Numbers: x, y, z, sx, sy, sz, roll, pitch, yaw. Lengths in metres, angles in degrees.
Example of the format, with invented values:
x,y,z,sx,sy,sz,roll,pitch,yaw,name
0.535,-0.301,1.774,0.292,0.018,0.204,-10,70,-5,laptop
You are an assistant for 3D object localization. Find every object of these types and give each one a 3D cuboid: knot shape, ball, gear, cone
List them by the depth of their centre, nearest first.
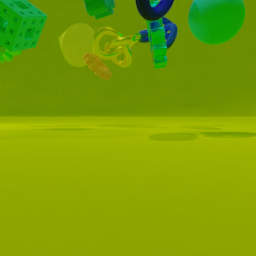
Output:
x,y,z,sx,sy,sz,roll,pitch,yaw,name
-0.758,-3.113,5.239,0.366,1.978,1.978,-13,0,13,gear
1.752,-2.224,5.580,1.081,1.081,1.081,0,2,0,ball
0.353,-3.173,5.603,0.878,1.901,1.779,-18,14,18,knot shape
0.837,-2.857,8.534,0.371,2.006,2.006,-10,2,4,gear
-0.440,-2.572,8.762,1.460,0.721,1.560,9,-29,-27,knot shape
-0.994,-2.027,9.194,0.202,1.095,1.095,-43,-14,19,gear
-4.078,-3.127,9.896,1.796,1.796,0.332,2,-27,33,gear
1.245,-3.467,10.398,1.660,0.767,1.554,-28,42,-11,knot shape
-2.203,-3.215,10.462,1.530,1.530,1.536,-3,24,-46,cone

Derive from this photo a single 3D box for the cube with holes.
x,y,z,sx,sy,sz,roll,pitch,yaw,name
-3.142,-2.936,7.793,1.062,1.062,1.062,38,31,4,cube with holes
